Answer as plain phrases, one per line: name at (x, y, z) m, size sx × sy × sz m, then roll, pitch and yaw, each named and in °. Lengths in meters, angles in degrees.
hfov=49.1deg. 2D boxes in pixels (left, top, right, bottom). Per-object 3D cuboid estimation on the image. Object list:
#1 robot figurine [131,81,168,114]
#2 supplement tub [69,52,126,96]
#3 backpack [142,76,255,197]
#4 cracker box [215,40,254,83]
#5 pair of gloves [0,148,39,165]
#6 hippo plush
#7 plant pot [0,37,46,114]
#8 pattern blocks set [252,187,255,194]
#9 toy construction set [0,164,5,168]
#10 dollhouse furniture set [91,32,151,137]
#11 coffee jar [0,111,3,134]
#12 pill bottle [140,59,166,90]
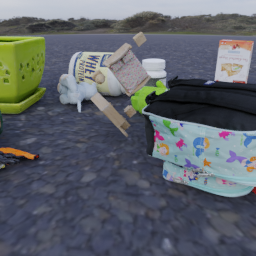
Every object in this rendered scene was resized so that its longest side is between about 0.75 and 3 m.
robot figurine at (0.970, -0.880, 9.461) m, size 1.662 × 0.961 × 1.458 m, roll 9°, pitch 47°, yaw 21°
supplement tub at (-1.036, -2.250, 11.690) m, size 2.425 × 1.758 × 1.758 m, roll 6°, pitch 23°, yaw 16°
backpack at (1.944, 0.071, 5.625) m, size 2.773 × 2.087 × 2.461 m, roll 4°, pitch 27°, yaw 37°
cracker box at (4.869, -2.955, 12.962) m, size 1.403 × 2.095 × 0.604 m, roll 13°, pitch 26°, yaw 28°
pair of gloves at (-2.790, 0.612, 6.324) m, size 1.193 × 0.166 × 1.339 m, roll 8°, pitch 4°, yaw 6°
hippo plush at (-1.775, -1.478, 10.542) m, size 1.259 × 1.247 × 1.565 m, roll -20°, pitch 29°, yaw -38°
plant pot at (-4.581, -1.955, 10.105) m, size 2.696 × 2.459 × 2.710 m, roll 2°, pitch 23°, yaw 6°
pattern blocks set at (3.855, 1.466, 4.792) m, size 2.705 × 0.219 × 2.378 m, roll -1°, pitch 23°, yaw -3°
toy construction set at (-3.025, 0.925, 5.875) m, size 0.654 × 0.459 × 0.997 m, roll -3°, pitch 12°, yaw -9°
dollhouse furniture set at (0.180, -1.043, 7.272) m, size 2.098 × 1.789 × 1.024 m, roll -42°, pitch 35°, yaw -1°
coffee jar at (-3.909, 0.126, 6.829) m, size 0.939 × 1.147 × 2.200 m, roll 0°, pitch 23°, yaw -2°
pill bottle at (0.906, -1.631, 10.307) m, size 0.964 × 1.693 × 0.964 m, roll 0°, pitch 23°, yaw 0°
